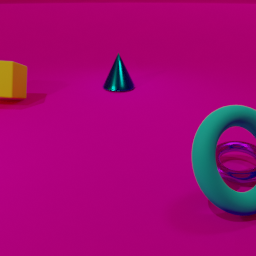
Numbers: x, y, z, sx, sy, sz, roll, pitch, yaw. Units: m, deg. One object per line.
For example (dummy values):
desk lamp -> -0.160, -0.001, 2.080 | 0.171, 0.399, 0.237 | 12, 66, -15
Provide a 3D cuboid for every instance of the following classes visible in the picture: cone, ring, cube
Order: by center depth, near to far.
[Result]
ring -> 1.970, 0.538, 4.891 | 1.912, 1.912, 0.382 | -11, -5, -21
ring -> 2.327, 0.688, 5.932 | 1.219, 0.244, 1.219 | -7, 34, 5
cube -> -4.157, -1.592, 9.353 | 1.148, 1.148, 1.148 | 4, 5, 1
cone -> -0.361, -2.254, 10.901 | 1.307, 1.311, 1.307 | 0, 23, 0
